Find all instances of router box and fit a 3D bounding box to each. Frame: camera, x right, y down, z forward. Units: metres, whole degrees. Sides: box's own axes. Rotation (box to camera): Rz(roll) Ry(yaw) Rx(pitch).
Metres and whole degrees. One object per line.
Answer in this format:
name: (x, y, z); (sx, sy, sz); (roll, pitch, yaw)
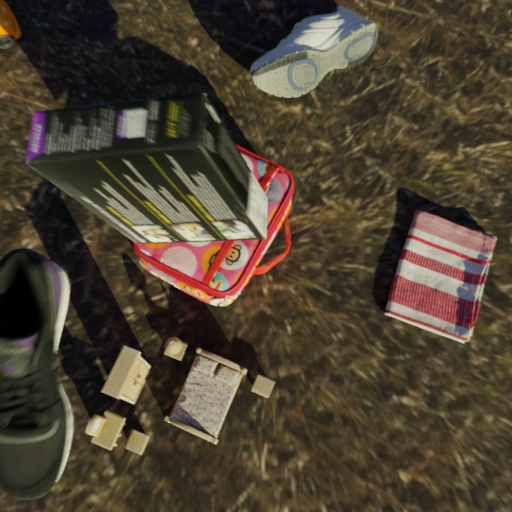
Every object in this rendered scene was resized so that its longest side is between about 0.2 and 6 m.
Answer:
router box: (-1.161, -0.919, 7.104); (2.064, 2.767, 0.706); (-2, 71, 14)

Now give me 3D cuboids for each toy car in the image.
toy car: (-5.822, -5.628, 11.080); (1.864, 1.264, 3.799); (-10, 70, -4)

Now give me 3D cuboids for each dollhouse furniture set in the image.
dollhouse furniture set: (-1.066, 2.221, 8.172); (2.190, 1.069, 1.867); (21, 71, 8)

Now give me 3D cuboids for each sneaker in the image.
sneaker: (-2.033, 0.992, 4.730); (0.803, 0.929, 2.122); (-3, 80, -11)
sneaker: (0.991, -3.924, 10.712); (2.688, 1.001, 1.171); (-28, 61, -18)

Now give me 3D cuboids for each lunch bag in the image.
lunch bag: (-0.536, -0.513, 9.288); (2.281, 1.061, 2.589); (27, 72, 5)

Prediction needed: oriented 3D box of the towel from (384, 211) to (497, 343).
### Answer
towel: (3.095, 0.300, 9.363); (1.433, 0.226, 1.990); (20, 70, 8)
